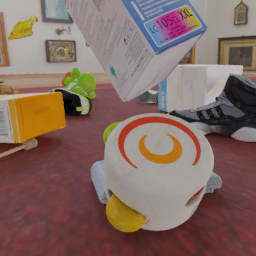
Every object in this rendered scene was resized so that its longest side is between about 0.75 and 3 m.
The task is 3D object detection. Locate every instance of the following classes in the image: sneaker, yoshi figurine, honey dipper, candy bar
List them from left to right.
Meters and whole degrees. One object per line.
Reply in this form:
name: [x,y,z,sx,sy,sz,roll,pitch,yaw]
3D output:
honey dipper: [-2.204,0.419,5.485,0.207,0.207,1.092,5,14,20]
candy bar: [-2.885,-2.848,7.852,0.619,0.275,2.484,-17,31,-4]
sneaker: [-2.294,-0.920,9.754,2.317,0.831,0.960,10,17,36]
yoshi figurine: [-2.172,-1.977,12.917,1.557,1.551,2.771,2,15,-22]
sneaker: [1.098,-1.341,12.262,1.777,0.662,0.774,16,10,28]
sneaker: [2.212,-0.579,6.859,2.640,1.503,0.996,8,16,31]

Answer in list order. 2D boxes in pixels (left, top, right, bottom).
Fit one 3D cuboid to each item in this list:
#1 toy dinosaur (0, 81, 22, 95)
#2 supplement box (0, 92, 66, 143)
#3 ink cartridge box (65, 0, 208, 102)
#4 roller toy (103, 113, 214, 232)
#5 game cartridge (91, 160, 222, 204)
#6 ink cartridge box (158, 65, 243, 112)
toy dinosaur: [-3.490,-0.963,7.793,2.824,0.853,1.500,19,-7,-42]
supplement box: [-2.947,-0.275,6.511,2.489,0.915,1.568,1,12,24]
ink cartridge box: [-0.164,-2.008,4.598,1.009,2.643,1.804,-31,-6,-21]
roller toy: [0.314,0.505,3.191,1.164,0.891,1.276,-1,43,-7]
game cartridge: [0.341,0.694,4.167,1.698,0.344,1.132,-4,10,-16]
ink cartridge box: [2.479,-1.300,9.516,1.706,1.662,2.654,-8,16,-30]
